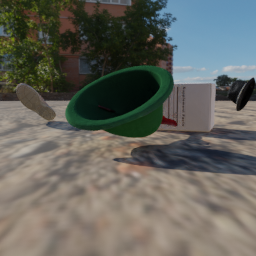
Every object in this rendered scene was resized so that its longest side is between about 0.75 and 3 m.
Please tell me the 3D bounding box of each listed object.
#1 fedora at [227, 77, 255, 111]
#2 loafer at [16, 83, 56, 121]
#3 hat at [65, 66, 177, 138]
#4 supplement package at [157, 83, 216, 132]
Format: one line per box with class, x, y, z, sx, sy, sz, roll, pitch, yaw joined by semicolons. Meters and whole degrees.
fedora;3.845;-1.230;9.672;0.607;1.329;1.329;27;21;31
loafer;-2.983;-0.853;9.006;0.582;1.619;0.509;-40;41;0
hat;0.204;0.061;5.074;2.111;1.858;1.749;-26;35;-8
supplement package;1.204;-0.578;7.205;1.924;1.152;1.167;3;8;21
